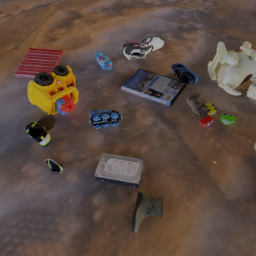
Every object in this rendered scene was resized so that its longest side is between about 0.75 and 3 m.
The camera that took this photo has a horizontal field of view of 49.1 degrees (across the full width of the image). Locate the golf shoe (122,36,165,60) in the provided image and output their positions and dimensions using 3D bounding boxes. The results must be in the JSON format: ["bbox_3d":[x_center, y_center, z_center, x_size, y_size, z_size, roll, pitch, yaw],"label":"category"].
[{"bbox_3d":[0.946,-4.462,15.915,2.534,0.978,1.116,-14,61,-7],"label":"golf shoe"}]

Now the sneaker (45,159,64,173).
[{"bbox_3d":[-2.675,1.363,9.986,0.814,0.292,0.337,20,47,20],"label":"sneaker"}]

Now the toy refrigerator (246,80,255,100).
[{"bbox_3d":[6.580,-1.465,12.694,0.776,0.715,2.045,-34,52,-31],"label":"toy refrigerator"}]

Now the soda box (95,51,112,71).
[{"bbox_3d":[-1.323,-3.659,15.241,0.465,0.440,1.372,-18,46,-19],"label":"soda box"}]

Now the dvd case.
[{"bbox_3d":[1.280,-2.046,13.672,2.691,0.236,1.919,22,46,22],"label":"dvd case"}]

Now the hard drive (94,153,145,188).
[{"bbox_3d":[-0.279,1.467,9.876,1.599,0.302,1.117,8,43,10],"label":"hard drive"}]

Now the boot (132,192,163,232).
[{"bbox_3d":[0.627,2.596,8.584,0.897,0.465,1.373,13,46,5],"label":"boot"}]

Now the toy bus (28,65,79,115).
[{"bbox_3d":[-2.930,-1.500,12.341,2.100,1.485,2.188,39,52,18],"label":"toy bus"}]

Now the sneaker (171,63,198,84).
[{"bbox_3d":[2.720,-2.766,14.174,0.659,0.594,1.693,-23,48,-33],"label":"sneaker"}]

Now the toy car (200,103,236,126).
[{"bbox_3d":[3.823,-0.419,11.869,1.383,0.328,1.470,15,46,15],"label":"toy car"}]

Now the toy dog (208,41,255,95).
[{"bbox_3d":[5.670,-2.899,13.410,2.793,1.949,2.708,-4,53,-6],"label":"toy dog"}]

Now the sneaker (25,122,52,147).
[{"bbox_3d":[-3.546,0.087,10.806,1.758,0.728,0.630,27,72,39],"label":"sneaker"}]

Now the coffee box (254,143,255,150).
[{"bbox_3d":[5.404,1.076,9.382,1.066,1.530,2.675,-2,44,-1],"label":"coffee box"}]

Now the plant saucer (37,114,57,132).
[{"bbox_3d":[-3.341,-0.158,11.514,0.962,0.142,0.962,-11,53,15],"label":"plant saucer"}]

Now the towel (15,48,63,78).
[{"bbox_3d":[-4.762,-3.528,15.212,1.952,0.303,2.699,4,45,1],"label":"towel"}]

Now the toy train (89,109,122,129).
[{"bbox_3d":[-0.965,-0.446,11.723,1.382,0.599,0.789,-9,38,-10],"label":"toy train"}]

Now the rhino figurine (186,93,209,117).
[{"bbox_3d":[3.085,-0.962,12.353,0.652,0.446,1.491,-20,47,-3],"label":"rhino figurine"}]
